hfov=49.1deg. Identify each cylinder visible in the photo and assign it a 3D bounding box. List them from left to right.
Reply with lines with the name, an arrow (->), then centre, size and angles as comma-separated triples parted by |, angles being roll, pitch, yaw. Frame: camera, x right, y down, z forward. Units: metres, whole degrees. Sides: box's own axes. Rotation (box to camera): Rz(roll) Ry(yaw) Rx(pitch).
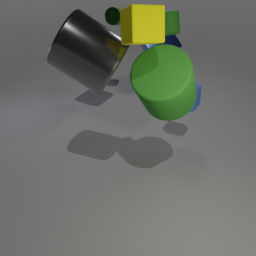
cylinder -> -0.897, -1.721, 6.453 | 1.400, 1.400, 1.400 | 31, 30, -10
cylinder -> -0.562, -4.661, 11.721 | 0.700, 0.700, 0.700 | 5, 19, 9
cylinder -> 0.899, -1.040, 6.765 | 1.400, 1.400, 1.400 | -5, 71, 16
cylinder -> 1.391, -3.514, 9.424 | 0.700, 0.700, 0.700 | -6, 13, 1

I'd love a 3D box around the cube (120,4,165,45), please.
cube -> 0.284, -2.076, 5.694 | 0.700, 0.700, 0.700 | -7, 15, -19

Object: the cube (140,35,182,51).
cube -> 1.429, -4.017, 13.140 | 1.400, 1.400, 1.400 | -36, 19, 5

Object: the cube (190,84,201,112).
cube -> 1.970, -1.036, 9.278 | 0.700, 0.700, 0.700 | 13, 32, 27
